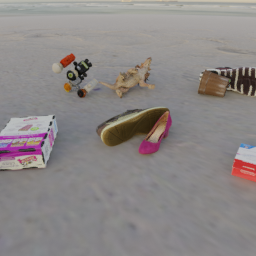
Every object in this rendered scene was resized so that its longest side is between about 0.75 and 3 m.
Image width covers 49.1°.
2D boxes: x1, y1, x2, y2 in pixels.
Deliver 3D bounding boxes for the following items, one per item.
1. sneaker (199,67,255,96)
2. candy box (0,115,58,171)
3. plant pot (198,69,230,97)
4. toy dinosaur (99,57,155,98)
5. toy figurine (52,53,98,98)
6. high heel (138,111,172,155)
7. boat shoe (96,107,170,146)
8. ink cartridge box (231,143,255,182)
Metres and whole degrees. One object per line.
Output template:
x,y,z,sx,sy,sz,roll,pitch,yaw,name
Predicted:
4.711,-2.185,11.871,2.989,1.131,1.727,14,27,28,sneaker
-2.679,0.333,7.408,1.313,0.587,1.925,-4,28,-1,candy box
3.439,-1.722,11.168,1.011,1.021,1.021,19,32,18,plant pot
0.057,-2.019,11.712,2.541,1.091,1.722,-20,19,-4,toy dinosaur
-2.086,-2.022,11.076,1.547,1.523,1.077,28,60,33,toy figurine
0.730,0.119,7.664,0.534,0.762,1.584,13,30,25,high heel
0.170,-0.216,8.214,2.381,0.872,0.772,-17,37,-31,boat shoe
2.880,0.862,6.591,0.699,0.405,1.204,15,30,27,ink cartridge box
